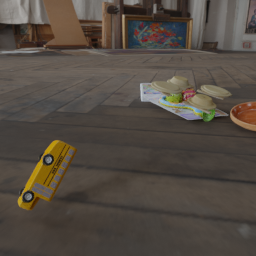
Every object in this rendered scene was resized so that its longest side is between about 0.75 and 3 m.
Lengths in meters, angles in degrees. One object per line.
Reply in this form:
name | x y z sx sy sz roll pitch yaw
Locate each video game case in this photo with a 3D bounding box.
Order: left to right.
video game case | 1.545 -1.552 11.902 1.999 0.251 2.791 1 19 2

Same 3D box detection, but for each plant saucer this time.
plant saucer | 3.624 -0.293 7.550 1.634 0.264 1.634 -5 27 3

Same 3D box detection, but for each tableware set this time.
tableware set | 1.940 -1.124 8.602 2.099 0.292 2.513 25 30 24

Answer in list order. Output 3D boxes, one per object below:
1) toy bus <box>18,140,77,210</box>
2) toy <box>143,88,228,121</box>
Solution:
toy bus | -1.182 0.687 4.085 0.412 1.053 0.343 32 -15 -24
toy | 1.830 -0.982 9.261 1.559 0.639 2.708 -7 27 -25
